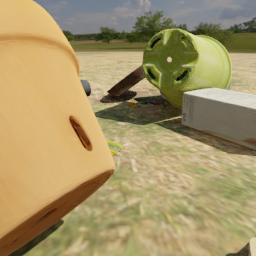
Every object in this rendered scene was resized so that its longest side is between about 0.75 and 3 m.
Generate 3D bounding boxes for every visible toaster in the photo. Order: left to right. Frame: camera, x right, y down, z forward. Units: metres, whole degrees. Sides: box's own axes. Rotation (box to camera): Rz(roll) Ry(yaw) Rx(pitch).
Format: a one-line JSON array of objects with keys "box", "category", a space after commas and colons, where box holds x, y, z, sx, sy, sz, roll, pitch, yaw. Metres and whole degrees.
[{"box": [2.296, -1.696, 10.251, 1.760, 1.548, 2.724, -9, 20, -19], "category": "toaster"}]

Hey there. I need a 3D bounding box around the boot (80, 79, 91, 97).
[{"box": [-2.607, -1.199, 9.956, 2.775, 0.911, 2.287, -5, 20, -28], "category": "boot"}]

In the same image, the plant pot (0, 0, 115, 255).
[{"box": [-1.309, 0.222, 2.889, 1.769, 2.527, 2.527, 52, 37, 11], "category": "plant pot"}]

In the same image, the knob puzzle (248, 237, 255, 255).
[{"box": [1.922, 1.514, 2.431, 1.979, 0.274, 1.979, 1, 18, 0], "category": "knob puzzle"}]

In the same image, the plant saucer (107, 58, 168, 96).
[{"box": [0.471, -2.121, 11.136, 2.962, 0.475, 2.962, -36, 7, 5], "category": "plant saucer"}]

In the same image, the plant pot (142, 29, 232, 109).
[{"box": [1.594, -1.796, 8.261, 2.461, 2.461, 2.263, 10, 6, 29], "category": "plant pot"}]

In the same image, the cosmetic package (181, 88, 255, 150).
[{"box": [2.708, -0.294, 6.889, 1.381, 0.933, 2.626, -11, 21, -30], "category": "cosmetic package"}]

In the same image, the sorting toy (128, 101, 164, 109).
[{"box": [0.614, -0.824, 9.795, 1.098, 0.147, 0.818, -5, 19, -16], "category": "sorting toy"}]

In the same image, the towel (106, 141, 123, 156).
[{"box": [-1.057, 0.637, 5.239, 0.987, 0.207, 2.293, 8, 20, 26], "category": "towel"}]
